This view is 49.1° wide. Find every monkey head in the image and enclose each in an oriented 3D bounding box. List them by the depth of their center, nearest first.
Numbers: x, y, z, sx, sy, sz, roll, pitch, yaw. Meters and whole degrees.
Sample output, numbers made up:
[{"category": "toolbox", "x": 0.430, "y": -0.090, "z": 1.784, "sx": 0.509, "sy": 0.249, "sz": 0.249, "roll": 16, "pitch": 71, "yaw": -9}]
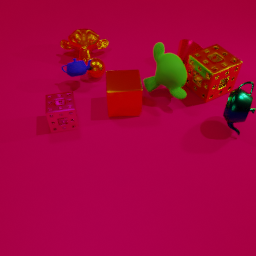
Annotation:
[{"category": "monkey head", "x": 1.190, "y": -1.723, "z": 9.230, "sx": 1.404, "sy": 1.176, "sz": 1.951, "roll": -25, "pitch": 87, "yaw": 5}, {"category": "monkey head", "x": -1.709, "y": -3.201, "z": 11.046, "sx": 1.976, "sy": 1.422, "sz": 1.191, "roll": -3, "pitch": 6, "yaw": -7}]

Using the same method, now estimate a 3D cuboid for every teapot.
[{"category": "teapot", "x": 3.269, "y": -0.556, "z": 8.190, "sx": 0.823, "sy": 1.681, "sz": 1.045, "roll": 18, "pitch": 20, "yaw": 17}, {"category": "teapot", "x": -1.751, "y": -2.115, "z": 9.693, "sx": 1.198, "sy": 0.586, "sz": 0.745, "roll": -6, "pitch": 20, "yaw": 14}]

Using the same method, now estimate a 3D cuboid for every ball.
[{"category": "ball", "x": -1.194, "y": -2.201, "z": 10.300, "sx": 0.740, "sy": 0.740, "sz": 0.740, "roll": 0, "pitch": 47, "yaw": 0}]

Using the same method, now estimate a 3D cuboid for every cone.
[{"category": "cone", "x": 2.095, "y": -2.388, "z": 10.552, "sx": 1.311, "sy": 1.311, "sz": 1.316, "roll": 33, "pitch": 81, "yaw": 27}]

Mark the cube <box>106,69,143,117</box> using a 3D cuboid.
[{"category": "cube", "x": -0.139, "y": -1.118, "z": 9.030, "sx": 1.091, "sy": 1.091, "sz": 1.091, "roll": -3, "pitch": 47, "yaw": -3}]

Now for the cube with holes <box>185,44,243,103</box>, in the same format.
[{"category": "cube with holes", "x": 2.858, "y": -1.888, "z": 9.596, "sx": 1.234, "sy": 1.234, "sz": 1.234, "roll": -24, "pitch": 53, "yaw": -19}]

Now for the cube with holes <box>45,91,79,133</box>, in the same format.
[{"category": "cube with holes", "x": -2.024, "y": -0.489, "z": 8.610, "sx": 0.838, "sy": 0.838, "sz": 0.838, "roll": -9, "pitch": 47, "yaw": -8}]
